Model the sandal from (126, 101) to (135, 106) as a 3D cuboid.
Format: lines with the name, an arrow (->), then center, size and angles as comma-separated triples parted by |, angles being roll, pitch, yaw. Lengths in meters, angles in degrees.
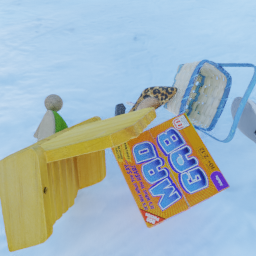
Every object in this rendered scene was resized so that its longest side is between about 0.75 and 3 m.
sandal -> 0.380, -0.755, 9.145 | 0.903, 0.222, 0.368 | 15, 4, -12

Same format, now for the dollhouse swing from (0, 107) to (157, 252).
dollhouse swing -> -0.652, 0.853, 5.322 | 2.210, 2.285, 2.514 | 1, 13, 16

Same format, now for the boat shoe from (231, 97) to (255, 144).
boat shoe -> 3.992, -0.049, 7.945 | 1.049, 0.909, 2.461 | -2, 39, -24

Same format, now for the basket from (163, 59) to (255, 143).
basket -> 2.318, -0.911, 7.970 | 1.671, 2.118, 2.402 | 18, 8, -31

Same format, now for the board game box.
board game box -> 0.788, 0.955, 5.759 | 1.600, 1.600, 1.601 | -26, 70, -4

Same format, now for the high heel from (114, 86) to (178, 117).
high heel -> 0.482, -0.341, 8.051 | 2.145, 0.766, 1.529 | -20, 45, 26

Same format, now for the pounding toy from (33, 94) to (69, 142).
pounding toy -> -1.729, 0.327, 7.370 | 1.051, 1.749, 2.265 | 9, 34, -28
